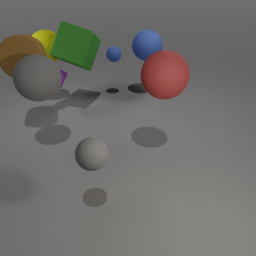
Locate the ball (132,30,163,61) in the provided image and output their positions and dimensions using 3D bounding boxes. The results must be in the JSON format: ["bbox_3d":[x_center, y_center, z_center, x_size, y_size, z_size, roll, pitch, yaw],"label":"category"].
[{"bbox_3d":[0.889,-3.797,12.916,1.400,1.400,1.400,0,29,0],"label":"ball"}]

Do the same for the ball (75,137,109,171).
[{"bbox_3d":[-0.754,0.543,5.835,0.700,0.700,0.700,0,29,0],"label":"ball"}]

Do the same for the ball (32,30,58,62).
[{"bbox_3d":[-3.513,-3.482,12.022,1.400,1.400,1.400,0,29,0],"label":"ball"}]

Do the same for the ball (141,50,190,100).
[{"bbox_3d":[1.062,-1.526,8.088,1.400,1.400,1.400,0,29,0],"label":"ball"}]

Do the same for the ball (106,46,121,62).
[{"bbox_3d":[-0.650,-3.393,12.886,0.700,0.700,0.700,0,29,0],"label":"ball"}]

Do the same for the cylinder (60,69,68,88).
[{"bbox_3d":[-3.013,-2.165,11.869,0.700,0.700,0.700,27,4,-2],"label":"cylinder"}]

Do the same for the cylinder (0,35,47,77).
[{"bbox_3d":[-3.561,-2.450,9.564,1.400,1.400,1.400,-5,19,-9],"label":"cylinder"}]

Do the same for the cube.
[{"bbox_3d":[-2.101,-3.303,11.439,1.400,1.400,1.400,21,6,5],"label":"cube"}]

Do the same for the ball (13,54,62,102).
[{"bbox_3d":[-2.716,-1.496,8.427,1.400,1.400,1.400,0,29,0],"label":"ball"}]
